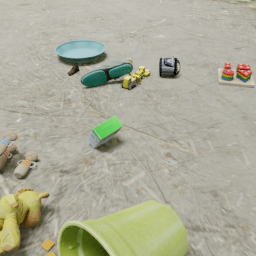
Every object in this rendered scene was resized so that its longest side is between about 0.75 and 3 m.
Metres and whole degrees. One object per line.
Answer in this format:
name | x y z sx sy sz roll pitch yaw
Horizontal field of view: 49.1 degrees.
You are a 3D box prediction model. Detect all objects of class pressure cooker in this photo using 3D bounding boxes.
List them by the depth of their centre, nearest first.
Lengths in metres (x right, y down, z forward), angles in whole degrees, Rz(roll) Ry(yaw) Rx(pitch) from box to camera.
pressure cooker | 2.043 -3.004 13.687 1.039 0.914 0.928 3 26 3

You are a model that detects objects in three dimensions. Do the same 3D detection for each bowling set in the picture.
bowling set | -3.879 0.446 8.379 2.324 1.617 1.247 10 35 7

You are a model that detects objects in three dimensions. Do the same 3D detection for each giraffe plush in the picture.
giraffe plush | -2.607 1.970 6.616 1.370 1.588 1.288 12 5 27

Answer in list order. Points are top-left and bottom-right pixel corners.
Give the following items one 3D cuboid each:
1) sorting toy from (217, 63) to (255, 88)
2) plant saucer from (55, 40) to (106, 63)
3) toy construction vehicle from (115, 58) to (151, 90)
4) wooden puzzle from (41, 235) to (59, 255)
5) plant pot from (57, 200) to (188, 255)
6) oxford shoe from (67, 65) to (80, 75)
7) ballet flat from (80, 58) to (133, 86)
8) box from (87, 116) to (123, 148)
sorting toy | 5.178 -2.600 13.421 1.594 0.555 1.584 8 37 10
plant saucer | -2.639 -4.258 15.779 2.833 0.509 2.833 0 36 0
toy construction vehicle | 0.026 -2.719 13.448 1.772 0.717 2.036 25 43 31
wooden puzzle | -1.458 3.088 5.859 1.130 0.134 1.905 -21 41 -27
plant pot | 0.060 2.418 5.408 1.970 2.142 2.142 -16 37 -43
oxford shoe | -2.765 -2.928 14.066 0.304 0.354 0.838 18 41 20
ballet flat | -1.015 -2.589 12.969 2.518 0.848 0.802 -18 44 -7
box | -0.762 0.151 9.254 0.964 0.850 0.466 -32 82 -32
